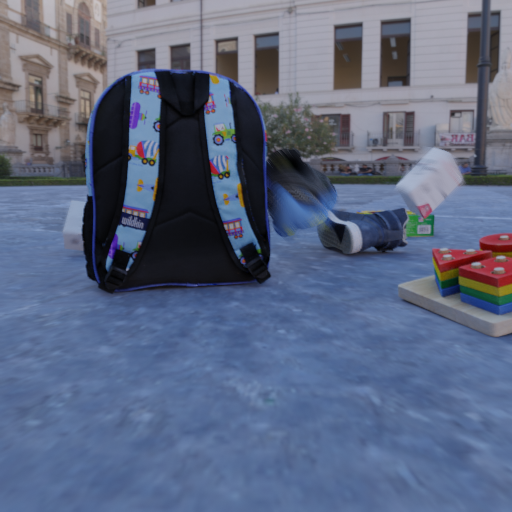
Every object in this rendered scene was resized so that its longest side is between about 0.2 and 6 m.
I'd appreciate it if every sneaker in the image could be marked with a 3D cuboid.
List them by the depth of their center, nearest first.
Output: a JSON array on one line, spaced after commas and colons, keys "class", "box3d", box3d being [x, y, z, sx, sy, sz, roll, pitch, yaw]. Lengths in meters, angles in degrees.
[{"class": "sneaker", "box3d": [0.784, -1.387, 10.581, 1.201, 1.404, 3.389, -17, 12, 13]}, {"class": "sneaker", "box3d": [2.285, -0.617, 11.961, 1.617, 0.851, 2.238, -11, 19, -14]}]

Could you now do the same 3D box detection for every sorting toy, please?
[{"class": "sorting toy", "box3d": [3.010, 0.215, 6.926, 1.837, 0.639, 1.826, -13, 14, -17]}]

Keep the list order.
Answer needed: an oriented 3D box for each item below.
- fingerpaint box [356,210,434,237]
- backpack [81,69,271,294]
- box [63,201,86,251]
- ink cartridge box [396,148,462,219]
[{"class": "fingerpaint box", "box3d": [3.595, -0.862, 14.633, 1.637, 0.600, 1.366, -1, 9, -7]}, {"class": "backpack", "box3d": [-1.237, -1.145, 8.561, 2.835, 3.105, 2.089, -4, 10, -15]}, {"class": "box", "box3d": [-3.593, -0.612, 11.325, 0.423, 0.540, 0.868, 7, 50, -9]}, {"class": "ink cartridge box", "box3d": [3.591, -1.511, 11.598, 0.860, 1.181, 0.501, 48, -3, -38]}]
